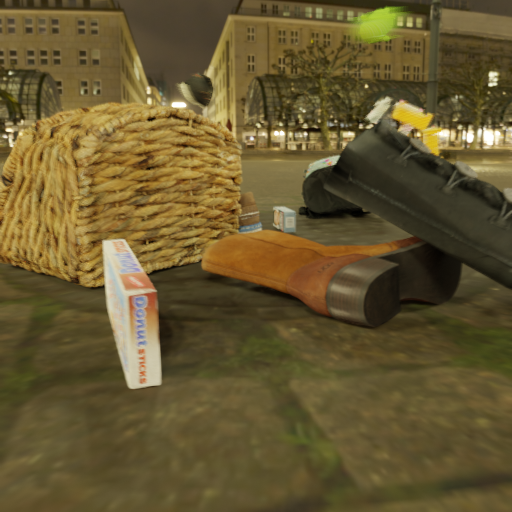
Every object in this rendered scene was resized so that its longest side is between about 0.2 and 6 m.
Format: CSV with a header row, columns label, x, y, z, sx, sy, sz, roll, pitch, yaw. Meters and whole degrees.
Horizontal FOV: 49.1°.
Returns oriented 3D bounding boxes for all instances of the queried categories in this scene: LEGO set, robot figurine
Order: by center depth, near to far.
label,x,y,z,sx,sy,sz,roll,pitch,yaw
robot figurine,1.978,-3.771,9.208,0.656,0.576,0.380,-45,-3,-11
LEGO set,2.862,-2.179,10.016,0.832,1.809,0.673,-41,12,24

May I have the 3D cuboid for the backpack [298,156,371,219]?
label,x,y,z,sx,sy,sz,roll,pitch,yaw
backpack,2.319,-1.991,15.828,2.208,1.675,2.646,0,11,6

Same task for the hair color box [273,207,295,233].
label,x,y,z,sx,sy,sz,roll,pitch,yaw
hair color box,0.672,-0.883,13.475,0.298,0.487,0.984,-3,13,-12

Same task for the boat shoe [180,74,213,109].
label,x,y,z,sx,sy,sz,roll,pitch,yaw
boat shoe,-1.222,-3.790,12.845,0.549,0.641,1.752,-26,8,12

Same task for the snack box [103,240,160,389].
label,x,y,z,sx,sy,sz,roll,pitch,yaw
snack box,-1.415,0.490,6.111,0.311,0.920,2.559,-4,13,-19

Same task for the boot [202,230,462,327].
label,x,y,z,sx,sy,sz,roll,pitch,yaw
boot,1.160,0.100,8.156,2.811,1.022,2.986,-24,25,-37

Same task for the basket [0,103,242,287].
label,x,y,z,sx,sy,sz,roll,pitch,yaw
basket,-2.447,-1.266,9.891,2.874,2.754,3.859,10,16,35

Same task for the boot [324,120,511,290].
label,x,y,z,sx,sy,sz,roll,pitch,yaw
boot,2.978,-0.578,7.358,3.546,1.164,2.923,31,25,20

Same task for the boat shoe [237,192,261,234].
label,x,y,z,sx,sy,sz,roll,pitch,yaw
boat shoe,-1.330,-1.045,12.500,3.342,1.210,1.207,7,14,28
